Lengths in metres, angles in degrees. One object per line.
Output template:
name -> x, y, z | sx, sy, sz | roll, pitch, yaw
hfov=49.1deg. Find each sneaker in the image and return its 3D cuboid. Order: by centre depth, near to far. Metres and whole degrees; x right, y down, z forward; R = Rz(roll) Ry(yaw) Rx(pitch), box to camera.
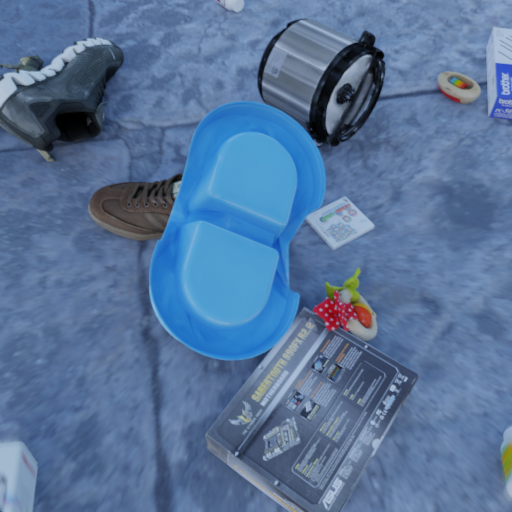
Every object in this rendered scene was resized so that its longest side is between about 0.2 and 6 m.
sneaker -> -1.184, -0.881, 8.668 | 3.007, 1.136, 1.059 | 8, 53, 6
sneaker -> -3.276, -2.861, 10.234 | 1.573, 1.155, 3.476 | 41, 41, -5

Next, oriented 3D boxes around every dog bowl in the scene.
dog bowl -> -0.308, -0.339, 7.696 | 2.017, 0.897, 3.618 | 21, 68, -17

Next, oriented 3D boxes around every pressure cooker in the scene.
pressure cooker -> 1.238, -3.007, 9.889 | 2.012, 1.769, 1.797 | 36, 64, 28

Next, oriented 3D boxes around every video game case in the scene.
video game case -> 1.348, -0.542, 9.066 | 0.839, 0.099, 0.764 | -27, 58, -19

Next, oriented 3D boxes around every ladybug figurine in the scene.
ladybug figurine -> 3.939, -3.285, 10.986 | 0.633, 0.336, 0.933 | -31, 59, -21

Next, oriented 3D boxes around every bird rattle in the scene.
bird rattle -> 1.326, 0.726, 7.603 | 0.959, 0.663, 1.177 | 45, 21, -11

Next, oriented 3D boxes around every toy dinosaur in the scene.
toy dinosaur -> -4.613, -2.906, 10.512 | 1.377, 0.741, 3.124 | -9, 57, -15

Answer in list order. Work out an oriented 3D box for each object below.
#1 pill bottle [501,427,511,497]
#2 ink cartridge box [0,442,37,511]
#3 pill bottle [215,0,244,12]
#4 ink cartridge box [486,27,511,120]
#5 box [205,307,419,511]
pill bottle -> 3.105, 2.387, 6.493 | 0.466, 0.466, 0.840 | 13, 29, 10
ink cartridge box -> -2.767, 2.770, 6.047 | 0.507, 0.892, 1.224 | -2, 52, -8
pill bottle -> -0.631, -5.948, 12.944 | 0.427, 0.427, 0.760 | -33, 60, -22
ink cartridge box -> 5.234, -3.621, 11.117 | 1.130, 0.531, 2.403 | 10, 54, 8
box -> 0.713, 1.928, 6.924 | 1.740, 0.531, 2.197 | 29, 58, 20
